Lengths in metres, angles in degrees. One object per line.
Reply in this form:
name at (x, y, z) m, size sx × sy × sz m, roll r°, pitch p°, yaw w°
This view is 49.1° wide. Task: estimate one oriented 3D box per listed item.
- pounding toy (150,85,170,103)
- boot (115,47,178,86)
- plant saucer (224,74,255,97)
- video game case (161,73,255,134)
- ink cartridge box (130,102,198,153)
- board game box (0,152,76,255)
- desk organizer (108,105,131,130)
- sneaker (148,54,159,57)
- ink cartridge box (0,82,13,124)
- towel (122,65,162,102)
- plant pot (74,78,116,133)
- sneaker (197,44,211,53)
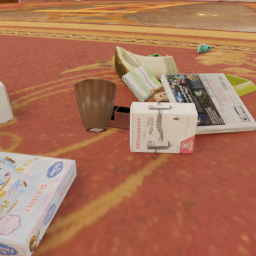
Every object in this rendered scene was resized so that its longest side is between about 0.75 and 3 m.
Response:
pounding toy at (1.288, -0.968, 8.565) m, size 1.544 × 0.886 × 0.883 m, roll 14°, pitch 27°, yaw 23°
boot at (0.641, -2.604, 11.405) m, size 2.164 × 1.008 × 2.798 m, roll -8°, pitch 36°, yaw -12°
plant saucer at (3.718, -1.613, 10.279) m, size 1.486 × 0.356 × 1.488 m, roll -20°, pitch 35°, yaw -32°
video game case at (2.225, -0.772, 8.032) m, size 2.092 × 0.269 × 2.302 m, roll -3°, pitch 49°, yaw -13°
ink cartridge box at (0.800, -0.006, 6.617) m, size 1.496 × 1.090 × 0.634 m, roll 2°, pitch 29°, yaw 4°
board game box at (-2.291, 1.225, 5.069) m, size 2.111 × 0.435 × 2.116 m, roll 5°, pitch 29°, yaw 10°
desk organizer at (-0.495, -0.343, 7.847) m, size 1.277 × 0.492 × 0.458 m, roll 8°, pitch 30°, yaw 15°
sneaker at (1.273, -3.147, 12.820) m, size 0.507 × 0.573 × 1.370 m, roll -10°, pitch 30°, yaw -16°
ink cartridge box at (-4.880, -0.958, 8.279) m, size 1.972 × 1.132 × 2.716 m, roll -20°, pitch 35°, yaw -32°
towel at (0.540, -1.604, 9.686) m, size 1.092 × 0.225 × 1.463 m, roll 52°, pitch 44°, yaw -2°
plant pot at (-0.580, -0.357, 5.056) m, size 0.775 × 0.829 × 0.775 m, roll -3°, pitch -13°, yaw -1°
sneaker at (4.076, -4.255, 14.987) m, size 0.474 × 0.462 × 1.191 m, roll 29°, pitch 39°, yaw 28°
